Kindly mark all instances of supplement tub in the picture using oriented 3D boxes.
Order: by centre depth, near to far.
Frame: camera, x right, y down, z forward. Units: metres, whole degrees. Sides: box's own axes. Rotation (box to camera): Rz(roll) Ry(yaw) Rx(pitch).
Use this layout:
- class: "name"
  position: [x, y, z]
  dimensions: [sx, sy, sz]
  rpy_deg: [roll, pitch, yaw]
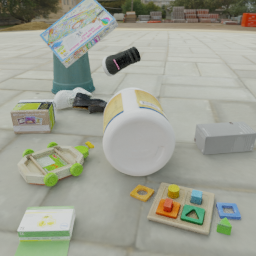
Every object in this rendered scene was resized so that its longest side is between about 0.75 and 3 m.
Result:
- class: "supplement tub"
  position: [0.231, -0.053, 8.719]
  dimensions: [2.016, 2.016, 2.788]
  rpy_deg: [-1, 25, -3]

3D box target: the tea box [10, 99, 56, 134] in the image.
- class: "tea box"
  position: [-3.624, -0.472, 10.903]
  dimensions: [1.374, 0.918, 1.352]
  rpy_deg: [-1, 25, -2]

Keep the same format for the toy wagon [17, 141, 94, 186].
- class: "toy wagon"
  position: [-2.031, 0.967, 8.389]
  dimensions: [2.275, 0.450, 1.765]
  rpy_deg: [-17, 30, -34]

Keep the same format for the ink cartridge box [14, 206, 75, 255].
- class: "ink cartridge box"
  position: [-1.735, 2.237, 5.795]
  dimensions: [1.083, 0.357, 1.489]
  rpy_deg: [0, 23, -2]

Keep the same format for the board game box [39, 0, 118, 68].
- class: "board game box"
  position: [-1.790, -3.512, 10.119]
  dimensions: [2.405, 0.412, 1.617]
  rpy_deg: [-39, 69, -2]

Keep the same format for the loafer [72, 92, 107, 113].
- class: "loafer"
  position: [-1.531, -0.926, 12.392]
  dimensions: [1.982, 0.721, 0.717]
  rpy_deg: [18, 70, 19]

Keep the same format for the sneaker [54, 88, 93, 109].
- class: "sneaker"
  position: [-2.546, -1.393, 13.083]
  dimensions: [0.894, 0.784, 2.230]
  rpy_deg: [18, 30, 28]

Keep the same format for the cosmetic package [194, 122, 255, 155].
- class: "cosmetic package"
  position: [3.219, 0.323, 9.396]
  dimensions: [1.769, 0.798, 0.945]
  rpy_deg: [-2, 28, -10]

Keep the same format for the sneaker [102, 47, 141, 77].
- class: "sneaker"
  position: [-0.225, -3.143, 12.851]
  dimensions: [1.259, 0.897, 2.538]
  rpy_deg: [-17, 18, 30]

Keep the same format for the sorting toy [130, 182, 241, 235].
- class: "sorting toy"
  position: [1.302, 1.785, 6.713]
  dimensions: [2.675, 0.364, 1.506]
  rpy_deg: [9, 26, 19]

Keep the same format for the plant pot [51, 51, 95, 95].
- class: "plant pot"
  position: [-2.999, -3.175, 15.053]
  dimensions: [2.396, 2.347, 2.396]
  rpy_deg: [1, 25, 0]
